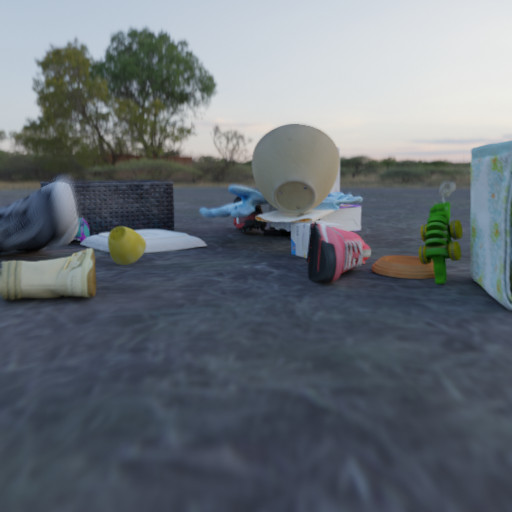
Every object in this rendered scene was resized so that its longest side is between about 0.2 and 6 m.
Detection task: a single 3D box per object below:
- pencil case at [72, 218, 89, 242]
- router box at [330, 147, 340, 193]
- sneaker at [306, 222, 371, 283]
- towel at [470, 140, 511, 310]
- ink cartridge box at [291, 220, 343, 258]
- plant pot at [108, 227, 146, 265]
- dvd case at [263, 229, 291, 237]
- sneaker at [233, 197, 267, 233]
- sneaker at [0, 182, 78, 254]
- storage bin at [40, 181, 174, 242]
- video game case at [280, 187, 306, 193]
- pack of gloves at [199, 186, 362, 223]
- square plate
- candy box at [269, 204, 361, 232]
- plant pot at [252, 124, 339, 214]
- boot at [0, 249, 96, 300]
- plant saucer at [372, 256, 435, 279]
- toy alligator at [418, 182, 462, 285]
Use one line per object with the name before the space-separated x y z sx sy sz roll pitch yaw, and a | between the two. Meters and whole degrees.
pencil case | -4.556 -0.554 12.865 1.325 0.564 0.612 -4 46 -3
router box | 1.865 -2.301 18.069 0.667 2.451 2.731 4 10 31
sneaker | 1.415 -0.127 9.322 1.064 0.904 2.453 5 11 3
towel | 3.398 -0.500 7.763 0.592 2.103 2.457 2 10 10
ink cartridge box | 1.205 -0.324 11.182 0.672 0.684 0.929 -5 11 -25
plant pot | -2.430 -0.252 10.244 0.692 0.692 0.491 3 -33 20
dvd case | 1.308 -0.636 14.876 1.903 0.167 1.357 4 11 23
sneaker | -0.203 -1.217 15.435 0.794 1.097 2.245 -3 9 -9
sneaker | -4.606 -0.569 10.624 1.726 1.145 3.033 -14 -1 -39
storage bin | -3.862 -1.239 14.696 3.057 1.433 2.067 -7 12 -36
video game case | 1.145 -1.613 13.041 1.052 0.239 0.953 -9 -3 16
pack of gloves | 0.627 -1.419 13.185 3.054 0.717 3.635 2 13 30
square plate | -2.557 -0.349 12.637 2.117 0.304 2.137 -8 12 -40
candy box | 1.491 -0.984 14.389 1.555 0.663 1.854 -9 13 -39
plant pot | 0.816 -1.603 11.658 1.887 1.887 1.267 1 44 4
boot | -2.926 0.259 7.921 1.259 0.589 1.619 -3 13 -16
plant saucer | 2.550 0.172 9.462 1.165 0.218 1.165 0 10 0
toy alligator | 2.891 -0.506 8.839 0.585 1.974 0.536 -7 -34 34
